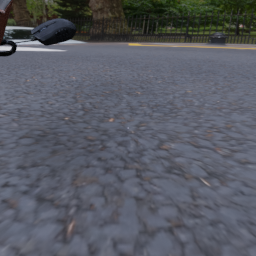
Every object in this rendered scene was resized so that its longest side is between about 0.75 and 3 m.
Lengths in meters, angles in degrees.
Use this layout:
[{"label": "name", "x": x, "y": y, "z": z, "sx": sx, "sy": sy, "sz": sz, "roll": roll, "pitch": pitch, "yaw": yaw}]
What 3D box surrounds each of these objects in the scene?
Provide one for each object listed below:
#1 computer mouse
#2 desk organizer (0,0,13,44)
[{"label": "computer mouse", "x": -2.291, "y": -2.164, "z": 6.499, "sx": 2.462, "sy": 0.419, "sz": 0.722, "roll": -28, "pitch": 62, "yaw": -32}, {"label": "desk organizer", "x": -2.559, "y": -1.868, "z": 4.704, "sx": 0.960, "sy": 1.031, "sz": 2.677, "roll": 16, "pitch": 24, "yaw": -25}]
